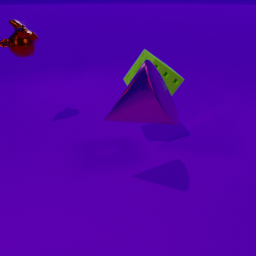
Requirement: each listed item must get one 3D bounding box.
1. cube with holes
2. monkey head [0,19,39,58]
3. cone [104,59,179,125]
[{"bbox_3d":[0.575,-1.141,6.585,0.884,0.884,0.884,29,18,-25],"label":"cube with holes"},{"bbox_3d":[-2.766,-2.240,7.100,0.888,0.744,1.234,42,15,11],"label":"monkey head"},{"bbox_3d":[0.067,-0.340,4.461,1.098,1.094,1.094,-25,19,20],"label":"cone"}]
